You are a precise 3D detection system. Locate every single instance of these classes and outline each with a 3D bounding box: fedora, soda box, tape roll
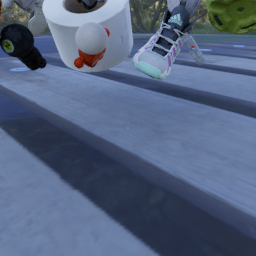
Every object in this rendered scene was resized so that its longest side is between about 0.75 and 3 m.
[{"bbox_3d":[1.623,-3.906,8.267,0.650,1.440,1.273,11,9,-26],"label":"fedora"},{"bbox_3d":[2.128,-2.482,8.968,0.294,0.925,0.316,-31,24,20],"label":"soda box"},{"bbox_3d":[-1.124,-3.160,8.548,2.481,1.703,2.481,-3,56,4],"label":"tape roll"}]

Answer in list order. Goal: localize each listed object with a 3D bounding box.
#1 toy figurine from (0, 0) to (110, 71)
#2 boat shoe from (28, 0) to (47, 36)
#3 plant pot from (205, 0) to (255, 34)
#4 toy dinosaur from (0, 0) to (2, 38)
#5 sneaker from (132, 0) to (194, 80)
[{"bbox_3d":[-1.563,-2.439,6.054,2.319,2.283,1.613,-3,-2,-6],"label":"toy figurine"},{"bbox_3d":[-2.990,-3.907,9.439,0.602,1.801,0.513,6,59,-23],"label":"boat shoe"},{"bbox_3d":[2.314,-3.064,5.719,2.013,2.013,1.911,5,66,11],"label":"plant pot"},{"bbox_3d":[-2.650,-2.078,5.081,1.067,1.572,0.803,39,7,3],"label":"toy dinosaur"},{"bbox_3d":[1.049,-2.464,7.368,1.052,1.893,2.706,27,31,-1],"label":"sneaker"}]
